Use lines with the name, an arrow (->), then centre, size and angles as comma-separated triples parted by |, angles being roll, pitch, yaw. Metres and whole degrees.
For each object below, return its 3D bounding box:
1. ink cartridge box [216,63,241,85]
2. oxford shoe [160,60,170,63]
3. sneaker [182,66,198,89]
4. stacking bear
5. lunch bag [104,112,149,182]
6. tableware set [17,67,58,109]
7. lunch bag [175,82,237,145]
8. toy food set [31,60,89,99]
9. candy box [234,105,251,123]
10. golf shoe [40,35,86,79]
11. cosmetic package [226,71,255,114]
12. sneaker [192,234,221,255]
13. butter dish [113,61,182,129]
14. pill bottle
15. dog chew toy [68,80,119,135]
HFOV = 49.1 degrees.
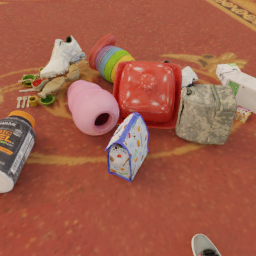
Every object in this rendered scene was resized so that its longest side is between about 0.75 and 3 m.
ink cartridge box -> 4.704, -2.412, 12.886 | 0.883, 0.510, 1.214 | -6, 46, -6
oxford shoe -> 1.647, -2.606, 12.488 | 0.834, 0.853, 2.340 | 39, 27, -12
sneaker -> 2.346, -1.976, 12.396 | 2.033, 0.765, 0.900 | -36, 77, -25
stacking bear -> -0.201, -2.613, 12.438 | 2.901, 1.762, 1.650 | 37, 57, 22
lunch bag -> -0.018, 0.555, 9.062 | 1.097, 1.771, 1.506 | 17, 49, 16
tableware set -> -3.986, -1.850, 12.420 | 1.738, 0.396, 2.580 | -5, 45, -5
lunch bag -> 2.642, -0.504, 9.889 | 1.767, 2.106, 1.468 | 1, 45, -1
toy food set -> -3.211, -2.343, 12.846 | 1.819, 0.451, 2.861 | 30, 57, 31
candy box -> 4.372, -0.658, 11.318 | 0.991, 0.280, 0.578 | 31, 53, 29
golf shoe -> -2.813, -2.868, 11.302 | 1.010, 1.254, 2.579 | -6, 31, 30
cosmetic package -> 5.081, -1.398, 11.495 | 2.008, 1.080, 0.852 | 34, 54, 31
sneaker -> 2.155, 3.301, 6.796 | 0.778, 1.124, 1.861 | -13, 47, -13
butter dish -> 0.699, -1.432, 10.342 | 2.686, 1.985, 2.678 | 5, 82, 4
pill bottle -> -3.972, 0.634, 9.245 | 1.431, 1.431, 2.694 | 4, 45, 4
dog chew toy -> -1.499, -0.936, 10.725 | 1.727, 1.727, 2.774 | -22, 41, -20
